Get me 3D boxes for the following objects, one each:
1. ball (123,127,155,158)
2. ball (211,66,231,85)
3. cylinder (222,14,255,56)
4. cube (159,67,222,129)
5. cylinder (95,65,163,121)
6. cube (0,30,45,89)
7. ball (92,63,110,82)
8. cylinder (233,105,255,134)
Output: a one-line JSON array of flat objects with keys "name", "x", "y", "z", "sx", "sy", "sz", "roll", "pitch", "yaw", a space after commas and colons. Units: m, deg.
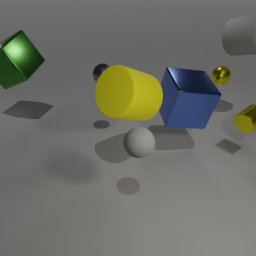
[{"name": "ball", "x": 0.249, "y": 0.323, "z": 6.250, "sx": 0.700, "sy": 0.700, "sz": 0.700, "roll": 0, "pitch": 28, "yaw": 0}, {"name": "ball", "x": 3.405, "y": -1.912, "z": 10.250, "sx": 0.700, "sy": 0.700, "sz": 0.700, "roll": 0, "pitch": 28, "yaw": 0}, {"name": "cylinder", "x": 4.504, "y": -3.451, "z": 10.445, "sx": 1.400, "sy": 1.400, "sz": 1.400, "roll": -18, "pitch": 19, "yaw": -30}, {"name": "cube", "x": 1.850, "y": -0.951, "z": 8.976, "sx": 1.400, "sy": 1.400, "sz": 1.400, "roll": 3, "pitch": 40, "yaw": -15}, {"name": "cylinder", "x": 0.032, "y": -0.924, "z": 7.820, "sx": 1.400, "sy": 1.400, "sz": 1.400, "roll": 22, "pitch": 12, "yaw": 35}, {"name": "cube", "x": -4.333, "y": -2.555, "z": 10.576, "sx": 1.400, "sy": 1.400, "sz": 1.400, "roll": -12, "pitch": 38, "yaw": 32}, {"name": "ball", "x": -0.827, "y": -1.787, "z": 9.300, "sx": 0.700, "sy": 0.700, "sz": 0.700, "roll": 0, "pitch": 28, "yaw": 0}, {"name": "cylinder", "x": 3.828, "y": -0.283, "z": 8.820, "sx": 0.700, "sy": 0.700, "sz": 0.700, "roll": -31, "pitch": 39, "yaw": -25}]
